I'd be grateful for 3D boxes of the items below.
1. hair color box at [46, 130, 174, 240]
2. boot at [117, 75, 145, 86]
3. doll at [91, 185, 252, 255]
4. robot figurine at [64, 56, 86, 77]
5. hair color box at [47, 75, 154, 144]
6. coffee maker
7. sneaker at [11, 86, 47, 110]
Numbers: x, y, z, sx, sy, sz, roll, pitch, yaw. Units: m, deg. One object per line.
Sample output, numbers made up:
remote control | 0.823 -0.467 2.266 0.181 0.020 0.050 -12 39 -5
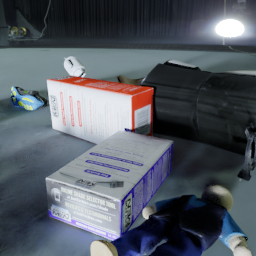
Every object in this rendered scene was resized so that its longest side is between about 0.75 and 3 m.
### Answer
hair color box | -0.152 0.789 4.787 1.237 0.733 2.263 10 21 25
boot | 0.485 -1.575 10.082 1.525 0.733 2.086 -19 -13 3
doll | 0.738 1.299 3.583 1.608 0.571 2.357 7 13 41
robot figurine | -2.113 -2.391 11.104 1.125 0.635 0.954 50 7 25
hair color box | -0.768 -0.437 7.058 2.875 1.459 0.880 16 27 36
coffee maker | 1.748 -0.501 6.517 2.930 1.973 2.814 13 24 33
sneaker | -3.607 -1.050 10.077 1.896 0.672 0.786 21 19 36
